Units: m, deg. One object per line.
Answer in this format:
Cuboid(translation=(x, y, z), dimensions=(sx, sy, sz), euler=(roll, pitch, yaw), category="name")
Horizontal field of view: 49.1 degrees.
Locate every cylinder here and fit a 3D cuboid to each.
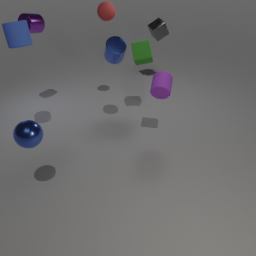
Cuboid(translation=(-3.620, -3.919, 10.500), dimensions=(0.700, 0.700, 0.700), euler=(17, 25, 24), category="cylinder")
Cuboid(translation=(-0.445, -2.680, 9.672), dimensions=(0.700, 0.700, 0.700), euler=(3, 72, -9), category="cylinder")
Cuboid(translation=(-3.265, -2.772, 8.279), dimensions=(0.700, 0.700, 0.700), euler=(-7, 23, 3), category="cylinder")
Cuboid(translation=(1.159, -1.470, 9.650), dimensions=(0.700, 0.700, 0.700), euler=(7, 59, 11), category="cylinder")

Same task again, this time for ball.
Cuboid(translation=(-0.829, -4.461, 10.715), dimensions=(0.700, 0.700, 0.700), euler=(0, 32, 0), category="ball")
Cuboid(translation=(-2.440, 0.151, 6.866), dimensions=(0.700, 0.700, 0.700), euler=(0, 32, 0), category="ball")

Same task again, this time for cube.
Cuboid(translation=(0.552, -2.887, 10.760), dimensions=(0.700, 0.700, 0.700), euler=(-9, -3, 7), category="cube")
Cuboid(translation=(1.513, -4.902, 13.942), dimensions=(0.700, 0.700, 0.700), euler=(-33, 46, 3), category="cube")
